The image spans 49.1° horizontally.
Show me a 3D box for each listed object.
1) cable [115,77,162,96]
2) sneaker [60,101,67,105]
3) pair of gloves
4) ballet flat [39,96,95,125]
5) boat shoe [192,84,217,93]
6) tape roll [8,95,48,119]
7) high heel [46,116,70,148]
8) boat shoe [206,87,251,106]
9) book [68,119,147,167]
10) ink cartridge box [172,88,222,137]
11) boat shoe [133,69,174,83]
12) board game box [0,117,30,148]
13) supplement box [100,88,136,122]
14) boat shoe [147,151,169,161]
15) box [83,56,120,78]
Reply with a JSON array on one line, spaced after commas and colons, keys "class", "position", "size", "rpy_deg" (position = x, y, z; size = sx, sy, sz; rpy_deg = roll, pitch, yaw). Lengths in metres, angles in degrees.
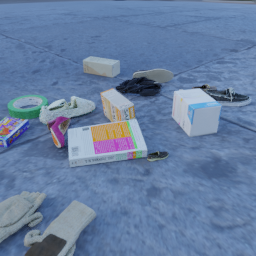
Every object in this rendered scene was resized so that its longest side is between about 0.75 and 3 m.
[{"class": "cable", "position": [0.492, -2.124, 13.799], "size": [2.250, 0.571, 1.835], "rpy_deg": [-3, 31, -4]}, {"class": "sneaker", "position": [-2.812, -1.047, 12.176], "size": [0.347, 0.386, 0.894], "rpy_deg": [-1, 31, -2]}, {"class": "pair of gloves", "position": [-2.210, 2.382, 6.446], "size": [2.474, 0.434, 2.104], "rpy_deg": [11, 36, 23]}, {"class": "ballet flat", "position": [-2.394, -0.832, 11.414], "size": [2.501, 0.898, 0.898], "rpy_deg": [-22, 37, -33]}, {"class": "boat shoe", "position": [3.672, -1.849, 13.450], "size": [1.499, 0.446, 0.539], "rpy_deg": [-12, 33, -19]}, {"class": "tape roll", "position": [-4.243, -0.917, 11.962], "size": [1.627, 0.391, 1.627], "rpy_deg": [-1, 31, 0]}, {"class": "high heel", "position": [-2.318, 0.098, 10.103], "size": [0.916, 0.643, 1.910], "rpy_deg": [-15, 25, -20]}, {"class": "boat shoe", "position": [4.478, -1.446, 12.524], "size": [2.071, 0.707, 0.765], "rpy_deg": [4, 31, 6]}, {"class": "book", "position": [-0.748, 0.495, 9.477], "size": [2.487, 0.598, 1.661], "rpy_deg": [-6, 34, -9]}, {"class": "ink cartridge box", "position": [2.532, -0.695, 10.795], "size": [1.159, 1.190, 1.851], "rpy_deg": [-8, 33, -14]}, {"class": "boat shoe", "position": [1.326, -2.855, 14.835], "size": [2.132, 0.775, 0.669], "rpy_deg": [-1, 34, 6]}, {"class": "board game box", "position": [-4.448, 0.127, 10.279], "size": [0.980, 0.326, 1.458], "rpy_deg": [7, 32, 11]}, {"class": "supplement box", "position": [-0.390, -0.698, 10.883], "size": [0.627, 1.075, 1.706], "rpy_deg": [-23, 37, -20]}, {"class": "boat shoe", "position": [0.988, 0.880, 9.099], "size": [0.774, 0.251, 0.283], "rpy_deg": [-15, 34, -23]}, {"class": "box", "position": [-1.493, -3.472, 15.850], "size": [1.935, 0.752, 0.919], "rpy_deg": [15, 34, 24]}]
